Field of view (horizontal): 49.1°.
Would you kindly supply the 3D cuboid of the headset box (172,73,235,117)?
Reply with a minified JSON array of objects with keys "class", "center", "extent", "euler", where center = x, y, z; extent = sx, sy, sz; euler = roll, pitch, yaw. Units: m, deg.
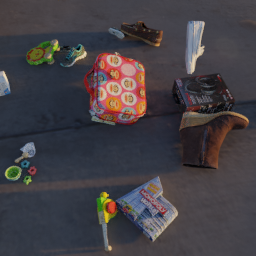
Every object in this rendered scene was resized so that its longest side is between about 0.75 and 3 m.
[{"class":"headset box","center":[3.138,-1.385,12.325],"extent":[2.385,0.921,1.775],"euler":[-7,53,-8]}]

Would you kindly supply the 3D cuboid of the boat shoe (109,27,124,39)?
[{"class":"boat shoe","center":[-0.584,-5.404,15.750],"extent":[1.126,0.398,0.359],"euler":[36,62,26]}]

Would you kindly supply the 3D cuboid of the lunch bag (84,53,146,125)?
[{"class":"lunch bag","center":[-0.583,-1.681,11.745],"extent":[2.554,1.188,2.899],"euler":[10,64,-19]}]

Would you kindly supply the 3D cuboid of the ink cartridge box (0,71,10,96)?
[{"class":"ink cartridge box","center":[-6.101,-1.964,12.842],"extent":[1.084,0.798,0.784],"euler":[-16,54,-11]}]

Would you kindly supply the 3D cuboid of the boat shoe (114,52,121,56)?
[{"class":"boat shoe","center":[-0.277,-3.082,13.849],"extent":[0.588,0.653,1.816],"euler":[-6,49,-19]}]

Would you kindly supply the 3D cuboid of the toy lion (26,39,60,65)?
[{"class":"toy lion","center":[-4.460,-3.898,14.520],"extent":[1.490,0.534,1.554],"euler":[6,60,14]}]

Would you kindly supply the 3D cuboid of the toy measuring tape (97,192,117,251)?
[{"class":"toy measuring tape","center":[-0.611,3.022,9.228],"extent":[0.673,0.673,1.830],"euler":[-9,69,-7]}]

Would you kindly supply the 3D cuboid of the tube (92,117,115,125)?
[{"class":"tube","center":[-0.968,-1.316,12.486],"extent":[0.762,0.682,2.626],"euler":[-13,53,24]}]

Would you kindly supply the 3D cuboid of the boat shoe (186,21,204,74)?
[{"class":"boat shoe","center":[2.581,-3.029,10.718],"extent":[0.661,2.022,0.744],"euler":[-1,36,5]}]

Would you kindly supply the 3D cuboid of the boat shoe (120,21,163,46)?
[{"class":"boat shoe","center":[0.748,-5.353,15.320],"extent":[2.540,0.893,0.894],"euler":[27,38,17]}]

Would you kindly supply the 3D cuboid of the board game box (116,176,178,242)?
[{"class":"board game box","center":[0.784,2.568,9.523],"extent":[1.722,0.531,1.721],"euler":[38,62,25]}]

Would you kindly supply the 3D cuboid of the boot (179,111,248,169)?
[{"class":"boot","center":[3.420,0.529,11.045],"extent":[2.789,1.009,2.320],"euler":[3,65,1]}]

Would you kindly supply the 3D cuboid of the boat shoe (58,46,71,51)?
[{"class":"boat shoe","center":[-3.459,-4.279,14.965],"extent":[0.820,0.277,0.295],"euler":[2,55,5]}]

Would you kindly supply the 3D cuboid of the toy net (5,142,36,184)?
[{"class":"toy net","center":[-3.893,1.233,10.667],"extent":[0.954,0.351,1.819],"euler":[6,52,5]}]

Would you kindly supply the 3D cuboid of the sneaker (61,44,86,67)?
[{"class":"sneaker","center":[-2.835,-3.726,14.251],"extent":[0.614,0.722,1.584],"euler":[33,60,23]}]
